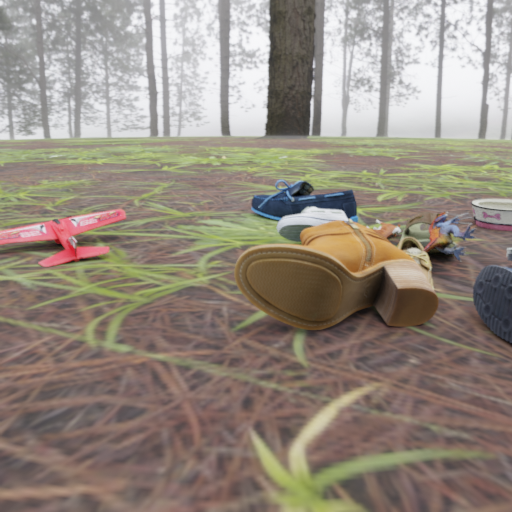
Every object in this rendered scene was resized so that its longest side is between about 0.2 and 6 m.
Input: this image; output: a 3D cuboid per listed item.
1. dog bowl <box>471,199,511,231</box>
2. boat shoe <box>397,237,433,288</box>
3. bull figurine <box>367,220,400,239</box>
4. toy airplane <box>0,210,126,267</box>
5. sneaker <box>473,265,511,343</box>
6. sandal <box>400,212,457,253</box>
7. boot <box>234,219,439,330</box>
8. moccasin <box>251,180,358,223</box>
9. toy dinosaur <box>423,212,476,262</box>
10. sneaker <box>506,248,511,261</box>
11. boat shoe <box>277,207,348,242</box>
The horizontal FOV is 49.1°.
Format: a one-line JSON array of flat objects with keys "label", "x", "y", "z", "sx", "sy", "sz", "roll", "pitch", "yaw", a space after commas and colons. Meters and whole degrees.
[{"label": "dog bowl", "x": 5.762, "y": -0.952, "z": 13.044, "sx": 1.446, "sy": 0.533, "sz": 1.446, "roll": 0, "pitch": 16, "yaw": 0}, {"label": "boat shoe", "x": 2.453, "y": 0.146, "z": 8.887, "sx": 0.625, "sy": 0.560, "sz": 1.688, "roll": 2, "pitch": 20, "yaw": 4}, {"label": "bull figurine", "x": 2.706, "y": -0.539, "z": 11.907, "sx": 0.532, "sy": 0.285, "sz": 0.876, "roll": 21, "pitch": 26, "yaw": 30}, {"label": "toy airplane", "x": -3.690, "y": -0.361, "z": 10.896, "sx": 2.749, "sy": 0.506, "sz": 2.749, "roll": -5, "pitch": 18, "yaw": 2}, {"label": "sneaker", "x": 3.542, "y": 0.772, "z": 6.516, "sx": 0.986, "sy": 0.843, "sz": 2.403, "roll": 7, "pitch": 17, "yaw": -18}, {"label": "sandal", "x": 3.382, "y": -0.555, "z": 11.177, "sx": 1.022, "sy": 0.734, "sz": 2.573, "roll": 3, "pitch": 16, "yaw": 11}, {"label": "boot", "x": 0.918, "y": -0.003, "z": 7.737, "sx": 2.789, "sy": 1.069, "sz": 2.165, "roll": 4, "pitch": 26, "yaw": -14}, {"label": "moccasin", "x": 1.190, "y": -1.357, "z": 13.620, "sx": 2.918, "sy": 0.995, "sz": 1.174, "roll": 10, "pitch": 18, "yaw": 32}, {"label": "toy dinosaur", "x": 3.206, "y": -0.445, "z": 9.660, "sx": 1.470, "sy": 0.772, "sz": 1.334, "roll": 8, "pitch": 14, "yaw": -20}, {"label": "sneaker", "x": 4.762, "y": 0.056, "z": 8.886, "sx": 1.292, "sy": 0.793, "sz": 1.986, "roll": -3, "pitch": 15, "yaw": -5}, {"label": "boat shoe", "x": 1.132, "y": -0.677, "z": 11.385, "sx": 1.801, "sy": 0.601, "sz": 0.662, "roll": 4, "pitch": -33, "yaw": -35}]
